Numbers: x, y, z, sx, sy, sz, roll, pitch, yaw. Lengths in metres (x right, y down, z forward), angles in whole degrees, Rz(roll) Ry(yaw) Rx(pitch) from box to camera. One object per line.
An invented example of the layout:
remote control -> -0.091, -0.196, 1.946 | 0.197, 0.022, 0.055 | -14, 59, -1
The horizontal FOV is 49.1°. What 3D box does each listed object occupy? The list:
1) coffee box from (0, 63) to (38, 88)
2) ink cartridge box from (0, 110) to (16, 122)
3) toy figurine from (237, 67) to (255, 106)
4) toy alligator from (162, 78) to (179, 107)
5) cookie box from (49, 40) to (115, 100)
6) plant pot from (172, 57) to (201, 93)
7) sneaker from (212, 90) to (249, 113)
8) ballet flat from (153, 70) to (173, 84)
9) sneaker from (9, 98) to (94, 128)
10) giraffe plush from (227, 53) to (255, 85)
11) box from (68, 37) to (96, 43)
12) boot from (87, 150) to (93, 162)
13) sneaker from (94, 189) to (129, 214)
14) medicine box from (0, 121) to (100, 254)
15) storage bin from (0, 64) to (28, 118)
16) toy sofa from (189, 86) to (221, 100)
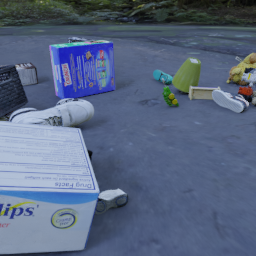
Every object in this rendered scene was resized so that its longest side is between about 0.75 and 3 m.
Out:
coffee box -> -5.653, -2.570, 13.702 | 2.177, 0.869, 1.230 | -14, 28, -27
ink cartridge box -> -4.234, -0.354, 9.518 | 1.097, 0.366, 0.636 | 6, 26, 13
toy figurine -> 4.992, -1.666, 11.200 | 0.960, 1.359, 1.381 | 17, 30, 20
toy alligator -> 1.492, -1.255, 10.646 | 0.389, 1.432, 0.425 | -37, 34, 3
cookie box -> -1.901, -2.560, 12.126 | 2.561, 2.191, 0.963 | -16, 26, -32
plant pot -> 2.653, -2.369, 12.117 | 1.157, 1.237, 1.157 | 9, 42, -8
sneaker -> 3.960, -1.071, 10.842 | 0.586, 0.578, 1.475 | -20, 42, -28
ballet flat -> 1.807, -2.542, 14.219 | 0.557, 0.533, 1.582 | 16, 17, -27
sneaker -> -2.225, -0.115, 8.352 | 2.604, 0.978, 1.496 | -11, 27, -11
giraffe plush -> 5.666, -2.718, 13.683 | 1.451, 1.544, 1.789 | -40, 52, -24
box -> -2.255, -3.432, 14.139 | 1.624, 2.060, 0.513 | 19, 31, 35
boot -> -1.465, 0.677, 7.124 | 1.119, 0.923, 0.367 | 19, 61, 2
sneaker -> -0.480, 1.471, 5.705 | 0.962, 0.358, 0.419 | -3, 16, -26
medicine box -> -1.917, 0.917, 5.142 | 2.235, 1.263, 2.453 | 7, 22, -20
storage bin -> -5.070, -1.072, 9.208 | 2.904, 1.361, 1.963 | -1, 24, 26
toy sofa -> 3.215, -1.490, 11.797 | 1.251, 0.518, 0.611 | 3, 26, 6
